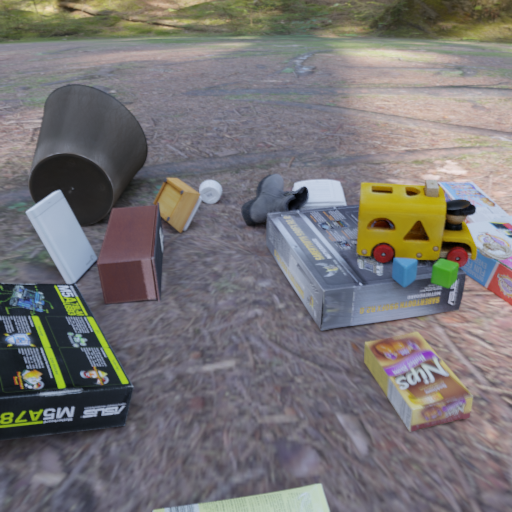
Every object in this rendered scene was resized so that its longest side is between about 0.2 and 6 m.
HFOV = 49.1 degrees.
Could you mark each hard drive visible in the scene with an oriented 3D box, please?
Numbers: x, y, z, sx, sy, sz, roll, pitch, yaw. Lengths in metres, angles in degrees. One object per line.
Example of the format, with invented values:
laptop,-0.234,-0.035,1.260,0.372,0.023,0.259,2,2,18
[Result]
hard drive,-3.500,-0.343,10.191,0.197,1.479,0.976,-14,23,19

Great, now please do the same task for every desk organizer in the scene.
desk organizer,-2.258,-0.106,10.383,0.944,0.879,2.452,-5,28,-5

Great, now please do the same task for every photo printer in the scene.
photo printer,1.444,-1.343,13.081,1.216,0.508,1.462,-2,30,3

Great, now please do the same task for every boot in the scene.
boot,0.619,-1.320,12.551,1.316,0.698,1.999,-10,31,30

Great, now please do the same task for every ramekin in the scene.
ramekin,-1.107,-1.520,13.482,0.553,0.553,0.269,1,34,2

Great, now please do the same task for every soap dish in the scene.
soap dish,-1.781,-1.158,12.304,0.490,0.948,1.206,23,9,-40

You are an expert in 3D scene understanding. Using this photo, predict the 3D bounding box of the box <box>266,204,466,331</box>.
box,1.799,0.037,10.181,2.511,0.766,3.170,-7,28,-14

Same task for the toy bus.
toy bus,2.758,-0.620,9.254,2.372,1.226,2.238,-19,32,-31

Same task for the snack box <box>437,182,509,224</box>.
snack box,5.033,-1.164,13.015,0.921,0.312,2.563,-1,27,-1

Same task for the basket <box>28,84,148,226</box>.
basket,-4.005,-2.266,13.086,2.155,2.857,3.168,-38,28,20

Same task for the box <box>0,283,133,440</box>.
box,-3.423,1.212,7.223,2.851,0.701,2.953,6,20,-35

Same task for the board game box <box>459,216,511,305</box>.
board game box,5.367,-0.056,10.535,3.015,0.608,2.307,-10,29,-18

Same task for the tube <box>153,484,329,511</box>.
tube,-0.119,2.664,5.535,1.793,0.520,0.465,-3,-17,-11

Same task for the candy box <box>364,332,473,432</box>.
candy box,2.108,1.623,7.466,0.838,0.405,1.436,-10,30,-11
